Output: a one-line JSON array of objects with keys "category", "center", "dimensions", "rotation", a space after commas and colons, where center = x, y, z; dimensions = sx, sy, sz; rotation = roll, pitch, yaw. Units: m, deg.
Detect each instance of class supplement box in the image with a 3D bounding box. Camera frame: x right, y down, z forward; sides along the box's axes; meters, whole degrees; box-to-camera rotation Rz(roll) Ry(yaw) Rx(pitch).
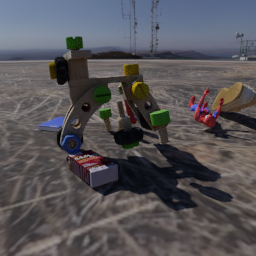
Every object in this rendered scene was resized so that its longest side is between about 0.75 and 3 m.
[{"category": "supplement box", "center": [-0.657, 0.704, 5.081], "dimensions": [0.531, 0.297, 0.975], "rotation": [-12, 19, -34]}]

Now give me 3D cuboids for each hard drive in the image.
[{"category": "hard drive", "center": [-2.041, -0.121, 8.146], "dimensions": [0.662, 0.127, 1.004], "rotation": [6, 18, 19]}]

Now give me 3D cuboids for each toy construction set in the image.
[{"category": "toy construction set", "center": [-0.434, -0.905, 6.330], "dimensions": [2.496, 2.300, 2.993], "rotation": [-10, 9, 10]}]

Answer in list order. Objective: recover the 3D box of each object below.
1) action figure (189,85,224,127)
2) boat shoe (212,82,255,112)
[{"category": "action figure", "center": [2.337, -0.733, 8.261], "dimensions": [0.726, 1.102, 2.226], "rotation": [24, 21, -1]}, {"category": "boat shoe", "center": [3.394, -0.840, 8.990], "dimensions": [0.800, 0.853, 2.313], "rotation": [24, 0, -1]}]
